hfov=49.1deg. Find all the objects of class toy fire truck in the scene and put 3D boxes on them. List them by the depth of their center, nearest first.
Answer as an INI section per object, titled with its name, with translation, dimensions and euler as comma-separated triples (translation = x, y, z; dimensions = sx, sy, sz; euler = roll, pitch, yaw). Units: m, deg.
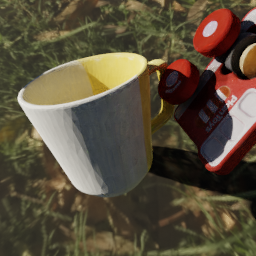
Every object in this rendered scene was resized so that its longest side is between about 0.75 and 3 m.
[toy fire truck]
translation = 1.774, -0.691, 4.563
dimensions = 1.374, 2.450, 2.057
euler = 26, 21, -31

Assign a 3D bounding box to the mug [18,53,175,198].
[mug]
translation = -0.238, -0.014, 4.948
dimensions = 2.606, 2.139, 2.087
euler = -15, 29, 0
